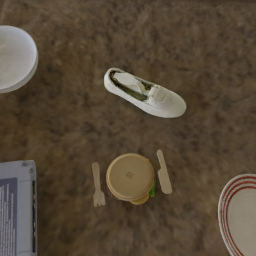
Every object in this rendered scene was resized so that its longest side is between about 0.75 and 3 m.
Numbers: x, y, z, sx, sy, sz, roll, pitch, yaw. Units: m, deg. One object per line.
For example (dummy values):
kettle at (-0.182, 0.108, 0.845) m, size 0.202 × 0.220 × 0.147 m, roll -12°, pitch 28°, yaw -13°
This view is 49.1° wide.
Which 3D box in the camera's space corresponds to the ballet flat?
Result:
ballet flat at (0.463, -1.029, 8.073) m, size 2.594 × 0.901 × 0.901 m, roll 24°, pitch 72°, yaw 7°

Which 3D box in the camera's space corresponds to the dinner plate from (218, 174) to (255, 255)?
dinner plate at (3.242, 2.386, 6.865) m, size 2.536 × 0.307 × 2.536 m, roll 10°, pitch 61°, yaw -19°

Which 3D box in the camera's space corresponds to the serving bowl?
serving bowl at (-3.770, -1.982, 8.515) m, size 2.220 × 0.730 × 2.220 m, roll 0°, pitch 71°, yaw 1°

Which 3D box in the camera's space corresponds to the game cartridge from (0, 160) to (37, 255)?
game cartridge at (-3.310, 2.319, 7.085) m, size 1.911 × 0.587 × 2.871 m, roll -5°, pitch 70°, yaw -6°

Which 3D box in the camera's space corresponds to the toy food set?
toy food set at (0.073, 1.372, 7.545) m, size 2.026 × 0.407 × 1.398 m, roll -10°, pitch 63°, yaw 2°
